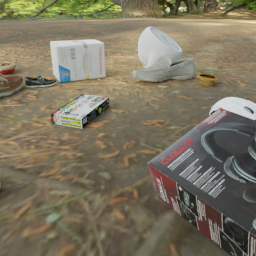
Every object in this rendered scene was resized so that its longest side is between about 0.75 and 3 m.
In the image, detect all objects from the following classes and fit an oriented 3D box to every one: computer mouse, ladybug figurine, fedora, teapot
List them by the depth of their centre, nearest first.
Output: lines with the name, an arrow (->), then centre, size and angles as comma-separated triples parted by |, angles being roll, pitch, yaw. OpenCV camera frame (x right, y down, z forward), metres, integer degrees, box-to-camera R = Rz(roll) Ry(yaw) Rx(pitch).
computer mouse -> 3.195, -0.452, 7.758 | 1.365, 0.546, 2.490 | -33, 27, -18
fedora -> 3.350, -2.029, 11.890 | 0.939, 0.383, 0.939 | 4, 27, -2
ladybug figurine -> -5.894, -2.883, 13.615 | 0.791, 0.419, 1.165 | 3, 26, 6
teapot -> 1.370, -3.705, 13.932 | 2.437, 1.780, 2.406 | -1, 49, -46

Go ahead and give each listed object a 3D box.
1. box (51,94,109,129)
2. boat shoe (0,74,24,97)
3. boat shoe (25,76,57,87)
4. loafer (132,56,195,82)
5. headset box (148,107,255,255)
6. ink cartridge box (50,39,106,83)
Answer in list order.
box -> -1.455, -0.588, 8.938 | 1.059, 0.334, 1.925 | 9, 27, 19
boat shoe -> -5.010, -1.665, 10.448 | 1.020, 0.967, 2.693 | 11, 28, 22
boat shoe -> -3.638, -1.959, 11.709 | 1.277, 0.432, 0.458 | -4, 25, -11
loafer -> 1.586, -2.638, 12.365 | 2.960, 1.033, 1.035 | -9, 24, -19
headset box -> 1.807, 0.823, 4.664 | 1.991, 1.033, 2.676 | -33, 39, -22
ink cartridge box -> -2.271, -3.120, 12.769 | 2.137, 1.573, 1.545 | -10, 27, -22
